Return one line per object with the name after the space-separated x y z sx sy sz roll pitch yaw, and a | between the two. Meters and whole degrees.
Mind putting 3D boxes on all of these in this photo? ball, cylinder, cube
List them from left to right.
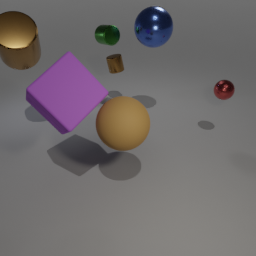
-3.680 -2.873 9.344 1.400 1.400 1.400 -9 -13 -15 | cylinder
-1.609 -0.824 7.222 1.400 1.400 1.400 -48 12 -17 | cube
-0.761 -3.411 10.278 0.700 0.700 0.700 -19 28 -30 | cylinder
-0.571 -2.892 12.587 0.700 0.700 0.700 -10 28 6 | cylinder
-0.129 -0.112 7.192 1.400 1.400 1.400 0 30 0 | ball
0.916 -3.603 10.036 1.400 1.400 1.400 0 30 0 | ball
3.332 -1.322 9.715 0.700 0.700 0.700 0 30 0 | ball
